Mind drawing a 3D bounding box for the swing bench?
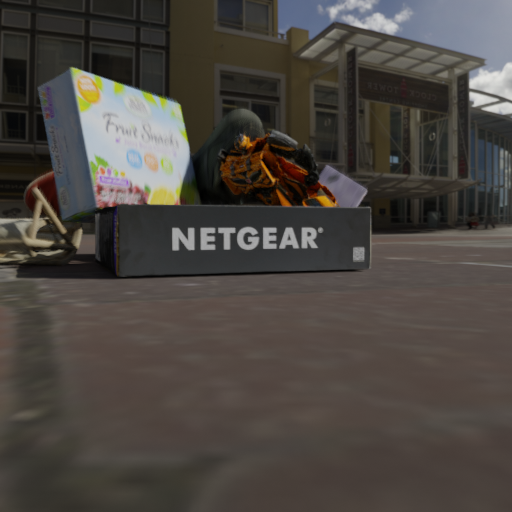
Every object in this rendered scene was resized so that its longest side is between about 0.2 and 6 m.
[{"bbox_3d":[-3.555,-0.315,8.286,1.369,0.893,1.376,0,-20,11],"label":"swing bench"}]

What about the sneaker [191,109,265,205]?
[{"bbox_3d":[-0.838,-1.307,11.136,1.176,3.076,1.762,29,26,-30],"label":"sneaker"}]

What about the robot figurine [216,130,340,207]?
[{"bbox_3d":[0.452,-0.996,9.314,1.839,0.738,2.536,-11,-44,44],"label":"robot figurine"}]

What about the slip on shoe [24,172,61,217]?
[{"bbox_3d":[-3.635,-1.335,11.640,2.776,1.028,0.849,-3,12,13],"label":"slip on shoe"}]

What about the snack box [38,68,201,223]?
[{"bbox_3d":[-2.306,-1.772,10.010,0.942,2.348,2.785,-16,-8,29],"label":"snack box"}]

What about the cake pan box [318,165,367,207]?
[{"bbox_3d":[1.818,-1.334,13.344,1.174,1.275,0.333,32,-6,13],"label":"cake pan box"}]

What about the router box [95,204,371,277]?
[{"bbox_3d":[-0.462,-0.255,7.811,3.268,0.853,2.569,-1,3,-21],"label":"router box"}]
